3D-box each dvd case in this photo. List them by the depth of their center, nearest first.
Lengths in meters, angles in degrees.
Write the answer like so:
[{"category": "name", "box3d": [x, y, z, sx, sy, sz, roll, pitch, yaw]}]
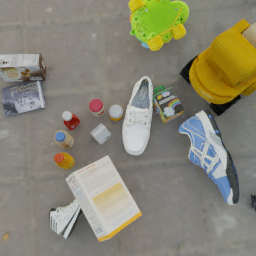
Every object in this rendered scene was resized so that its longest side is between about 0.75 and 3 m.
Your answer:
[{"category": "dvd case", "box3d": [-3.173, -0.916, 8.492, 1.244, 0.099, 0.925, -13, 77, -3]}]

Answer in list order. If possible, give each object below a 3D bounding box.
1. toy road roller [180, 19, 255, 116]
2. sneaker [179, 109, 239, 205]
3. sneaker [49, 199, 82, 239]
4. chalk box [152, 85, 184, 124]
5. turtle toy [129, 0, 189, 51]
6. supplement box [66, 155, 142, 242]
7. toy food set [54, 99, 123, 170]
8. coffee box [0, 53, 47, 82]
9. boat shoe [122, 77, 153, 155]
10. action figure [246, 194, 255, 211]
[{"category": "toy road roller", "box3d": [3.052, -1.871, 7.639, 2.977, 2.173, 1.830, -38, 80, -8]}, {"category": "sneaker", "box3d": [2.304, 0.854, 7.779, 1.023, 1.005, 2.656, -24, 78, 18]}, {"category": "sneaker", "box3d": [-1.661, 2.190, 7.573, 0.796, 0.522, 1.384, 25, 81, 4]}, {"category": "chalk box", "box3d": [1.109, -0.747, 8.194, 0.628, 0.624, 1.006, -25, 77, -4]}, {"category": "turtle toy", "box3d": [0.975, -3.242, 8.437, 2.173, 1.098, 1.583, -29, 96, -14]}, {"category": "supplement box", "box3d": [-0.638, 1.806, 7.328, 1.156, 0.675, 1.835, -23, 78, -38]}, {"category": "toy food set", "box3d": [-1.212, -0.005, 7.783, 2.397, 1.079, 1.144, -41, 80, -8]}, {"category": "coffee box", "box3d": [-3.141, -1.782, 8.347, 1.238, 0.708, 0.493, -2, 62, -1]}, {"category": "boat shoe", "box3d": [0.285, -0.388, 8.015, 0.811, 0.794, 2.290, 7, 77, 2]}, {"category": "action figure", "box3d": [3.775, 1.992, 7.627, 1.047, 0.534, 0.622, -19, 89, -6]}]
